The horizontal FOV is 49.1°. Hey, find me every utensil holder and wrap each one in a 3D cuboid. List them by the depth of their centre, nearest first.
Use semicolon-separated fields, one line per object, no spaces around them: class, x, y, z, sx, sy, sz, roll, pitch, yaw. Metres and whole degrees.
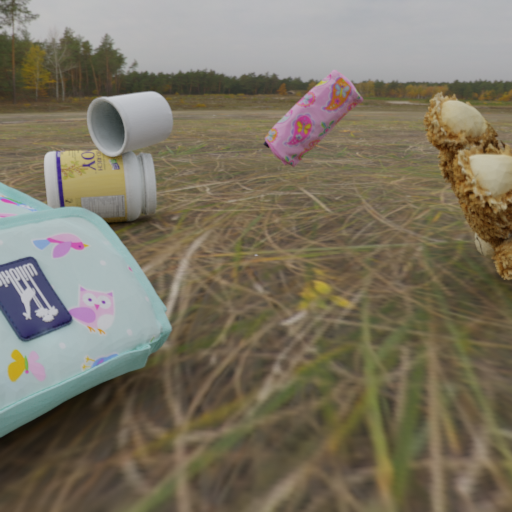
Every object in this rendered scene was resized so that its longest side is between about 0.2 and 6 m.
utensil holder;-2.308;-2.468;10.363;1.040;1.040;1.223;12;26;33

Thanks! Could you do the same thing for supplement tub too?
supplement tub;-2.951;-1.320;10.690;1.929;1.402;1.402;-6;19;-16

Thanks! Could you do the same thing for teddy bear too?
teddy bear;2.957;-0.675;7.023;1.097;2.382;3.285;-38;-23;22

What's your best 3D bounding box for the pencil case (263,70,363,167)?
pencil case;0.961;-2.325;9.639;0.779;1.781;0.779;43;14;-13

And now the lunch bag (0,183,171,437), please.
lunch bag;-2.493;0.440;4.779;2.856;1.742;2.433;23;23;27
